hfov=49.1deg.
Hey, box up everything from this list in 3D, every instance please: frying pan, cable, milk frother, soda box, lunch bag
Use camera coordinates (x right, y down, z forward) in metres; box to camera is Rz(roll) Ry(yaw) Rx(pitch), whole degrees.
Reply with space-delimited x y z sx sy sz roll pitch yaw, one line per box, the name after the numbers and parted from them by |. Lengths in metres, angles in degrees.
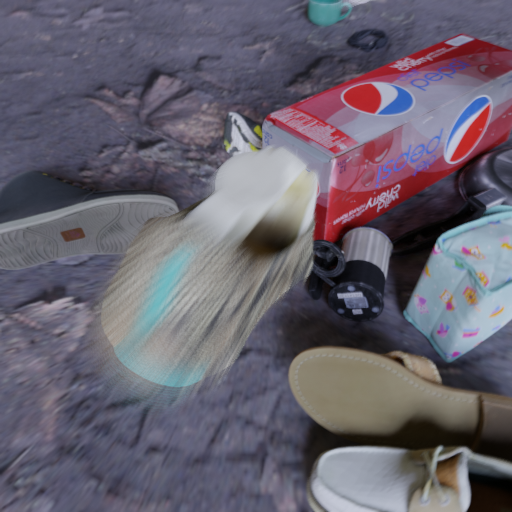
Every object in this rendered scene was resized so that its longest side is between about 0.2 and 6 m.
3.671 -1.014 8.752 3.901 0.635 2.360 -1 42 -6 | frying pan
2.690 -5.176 13.432 0.863 0.269 1.058 20 49 27 | cable
1.183 0.022 7.139 1.062 1.177 1.107 8 43 12 | milk frother
2.293 -2.005 8.953 4.680 1.638 1.484 -28 50 -27 | soda box
2.794 0.240 6.666 1.725 1.469 1.052 -24 55 -22 | lunch bag

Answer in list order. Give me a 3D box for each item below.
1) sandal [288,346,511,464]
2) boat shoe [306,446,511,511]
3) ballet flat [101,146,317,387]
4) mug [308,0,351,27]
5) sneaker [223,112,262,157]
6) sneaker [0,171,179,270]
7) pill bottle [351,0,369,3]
1.659 1.499 6.003 2.665 0.977 0.876 14 14 5 | sandal
1.715 2.126 5.107 2.473 0.846 0.924 6 43 7 | boat shoe
-0.026 -0.139 2.653 0.692 0.768 2.039 25 19 6 | ballet flat
1.798 -6.183 14.200 0.829 0.624 1.009 -32 53 -31 | mug
0.119 -1.864 9.630 0.809 0.712 1.913 -15 49 -32 | sneaker
-2.515 -0.771 8.085 2.680 1.002 1.424 -10 46 -8 | sneaker
1.574 -4.088 7.781 0.538 0.968 0.538 11 57 -17 | pill bottle
